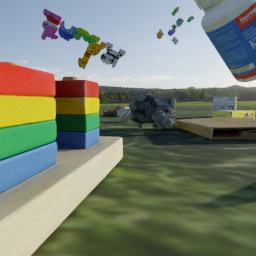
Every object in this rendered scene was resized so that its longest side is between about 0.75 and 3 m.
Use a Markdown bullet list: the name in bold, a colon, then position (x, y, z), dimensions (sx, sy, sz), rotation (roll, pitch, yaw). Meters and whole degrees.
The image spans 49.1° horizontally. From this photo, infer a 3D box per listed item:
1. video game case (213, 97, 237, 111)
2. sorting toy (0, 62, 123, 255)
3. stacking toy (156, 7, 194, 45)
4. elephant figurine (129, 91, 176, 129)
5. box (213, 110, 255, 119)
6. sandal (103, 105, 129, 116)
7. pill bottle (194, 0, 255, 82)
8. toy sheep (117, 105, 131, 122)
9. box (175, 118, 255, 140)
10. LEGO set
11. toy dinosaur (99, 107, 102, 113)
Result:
- **video game case**: position (4.193, -0.917, 12.166), dimensions (0.946, 0.857, 0.215), rotation (4, 6, 31)
- **sorting toy**: position (-1.621, 0.009, 2.311), dimensions (2.718, 0.952, 2.734), rotation (1, 6, 10)
- **stacking toy**: position (1.333, -2.817, 7.824), dimensions (0.729, 0.227, 0.966), rotation (5, -43, -40)
- **elephant figurine**: position (0.799, -0.317, 6.879), dimensions (1.426, 1.106, 1.009), rotation (17, -29, 36)
- **box**: position (3.331, -0.351, 8.751), dimensions (1.644, 0.412, 0.619), rotation (-6, 8, -43)
- **sandal**: position (-0.337, -0.810, 12.836), dimensions (1.864, 0.509, 0.762), rotation (4, 7, 36)
- **pill bottle**: position (3.116, -2.875, 7.987), dimensions (1.618, 2.883, 1.618), rotation (-37, 18, 14)
- **toy sheep**: position (-0.066, -0.463, 9.375), dimensions (0.777, 0.536, 0.536), rotation (27, 21, 37)
- **box**: position (2.359, -0.031, 6.324), dimensions (2.004, 0.261, 2.452), rotation (-1, 6, -6)
- **LEGO set**: position (-1.539, -2.554, 9.008), dimensions (2.708, 1.111, 1.033), rotation (25, 8, -11)
- **toy dinosaur**: position (-2.144, -0.996, 13.809), dimensions (2.445, 0.711, 1.236), rotation (6, 10, 45)
